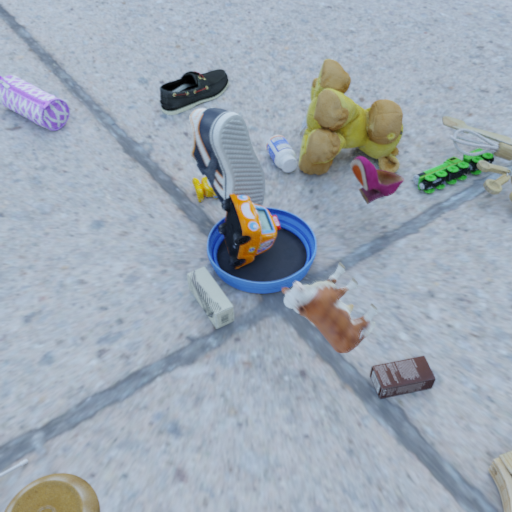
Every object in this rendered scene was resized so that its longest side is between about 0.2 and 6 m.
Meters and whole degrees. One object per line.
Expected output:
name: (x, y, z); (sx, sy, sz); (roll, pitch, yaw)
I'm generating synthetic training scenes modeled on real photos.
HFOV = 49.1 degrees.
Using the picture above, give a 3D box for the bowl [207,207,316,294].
bowl: (0.102, -0.112, 10.242); (1.993, 0.391, 1.993); (-1, 45, 1)

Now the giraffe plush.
giraffe plush: (2.167, -2.726, 11.977); (2.174, 2.313, 2.680); (11, 10, -3)

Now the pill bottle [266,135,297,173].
pill bottle: (0.576, -2.216, 12.241); (0.490, 0.490, 0.875); (-14, 49, -14)

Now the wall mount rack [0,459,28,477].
wall mount rack: (-3.673, 2.892, 7.345); (1.175, 0.438, 1.021); (22, 53, 20)

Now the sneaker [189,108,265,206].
sneaker: (-0.511, -1.630, 9.983); (0.952, 2.396, 0.940); (30, 60, 33)

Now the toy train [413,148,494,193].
toy train: (4.206, -1.843, 11.954); (2.015, 0.420, 0.568); (-21, 39, -19)

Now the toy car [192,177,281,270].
toy car: (-0.378, -1.076, 10.421); (0.994, 1.465, 2.987); (-12, 45, -15)

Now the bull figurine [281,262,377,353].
bull figurine: (0.934, 0.627, 6.879); (0.842, 1.388, 0.452); (-39, 31, 3)

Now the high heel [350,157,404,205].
high heel: (2.197, -1.500, 9.986); (0.841, 1.750, 0.590); (-31, 73, 7)

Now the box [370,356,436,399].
box: (2.196, 1.825, 8.432); (0.861, 0.323, 0.431); (-10, 46, -7)

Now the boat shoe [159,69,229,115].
boat shoe: (-1.517, -4.279, 14.140); (0.790, 0.677, 2.159); (34, 53, 30)

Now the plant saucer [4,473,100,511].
plant saucer: (-2.625, 3.312, 7.044); (1.266, 0.224, 1.266); (0, 46, 0)

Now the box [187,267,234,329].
box: (-0.774, 0.695, 9.453); (0.360, 0.432, 1.051); (-24, 49, -21)

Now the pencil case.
pencil case: (-5.389, -3.710, 13.415); (2.011, 0.860, 0.844); (28, 70, 23)

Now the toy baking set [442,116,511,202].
toy baking set: (5.342, -2.082, 11.753); (2.346, 0.356, 3.056); (-7, 54, -25)

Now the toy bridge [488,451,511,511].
toy bridge: (3.675, 3.901, 6.303); (1.154, 0.467, 3.434); (-15, 48, -10)
